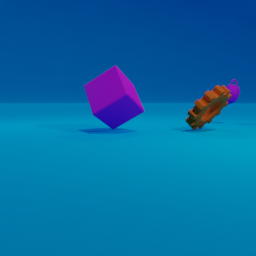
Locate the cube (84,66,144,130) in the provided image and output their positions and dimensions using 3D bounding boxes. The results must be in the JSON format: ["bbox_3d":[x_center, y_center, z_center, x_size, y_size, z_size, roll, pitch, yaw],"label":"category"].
[{"bbox_3d":[-0.368,-0.790,7.534,1.053,1.053,1.053,-30,-33,14],"label":"cube"}]

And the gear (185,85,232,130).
[{"bbox_3d":[2.249,-0.552,7.823,1.422,1.422,0.263,-6,48,-47],"label":"gear"}]

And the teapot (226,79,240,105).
[{"bbox_3d":[3.730,-1.241,10.342,0.562,1.148,0.714,19,15,-3],"label":"teapot"}]
